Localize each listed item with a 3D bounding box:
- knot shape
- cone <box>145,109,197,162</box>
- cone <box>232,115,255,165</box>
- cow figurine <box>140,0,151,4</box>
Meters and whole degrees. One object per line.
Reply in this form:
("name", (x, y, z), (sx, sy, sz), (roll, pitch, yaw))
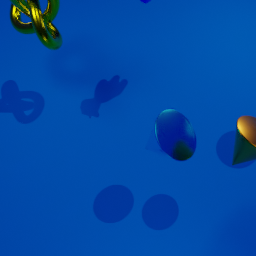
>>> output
("knot shape", (-2.136, -2.626, 6.646), (0.832, 1.800, 1.685), (-42, 112, -25))
("cone", (0.649, 0.286, 5.673), (1.027, 1.030, 1.027), (13, 65, -30))
("cone", (2.194, 0.414, 5.213), (0.922, 0.925, 0.922), (13, 42, -12))
("cow figurine", (0.779, -3.331, 6.153), (1.424, 1.401, 0.782), (-32, 102, 11))
